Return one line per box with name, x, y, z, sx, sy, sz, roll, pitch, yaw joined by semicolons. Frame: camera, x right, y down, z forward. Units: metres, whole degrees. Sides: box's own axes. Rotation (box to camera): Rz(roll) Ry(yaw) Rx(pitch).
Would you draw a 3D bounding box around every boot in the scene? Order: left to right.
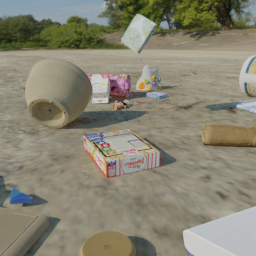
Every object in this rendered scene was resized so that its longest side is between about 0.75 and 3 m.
boot;2.858;0.049;7.425;1.706;0.564;1.494;4;19;13

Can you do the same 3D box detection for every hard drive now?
hard drive;2.408;1.266;3.379;2.869;0.364;1.893;-8;2;-24

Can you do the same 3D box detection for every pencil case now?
pencil case;-1.113;-1.924;12.372;2.566;1.062;1.110;4;45;10

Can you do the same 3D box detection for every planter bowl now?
planter bowl;-2.178;-0.845;8.354;2.006;2.006;1.350;3;47;8

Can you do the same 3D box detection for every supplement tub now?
supplement tub;6.178;-2.063;11.658;1.774;1.774;2.452;-16;25;-38

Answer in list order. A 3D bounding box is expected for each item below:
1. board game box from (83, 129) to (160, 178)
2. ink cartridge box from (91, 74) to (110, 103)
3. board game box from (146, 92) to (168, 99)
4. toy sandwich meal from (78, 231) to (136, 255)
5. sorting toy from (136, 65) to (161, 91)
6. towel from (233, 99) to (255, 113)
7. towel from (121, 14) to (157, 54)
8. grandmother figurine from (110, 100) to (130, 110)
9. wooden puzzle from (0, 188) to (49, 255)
board game box;-0.202;0.492;6.382;1.239;0.379;1.635;-8;21;-22
ink cartridge box;-1.124;-1.601;11.362;0.711;0.412;1.221;-3;59;7
board game box;1.275;-1.454;12.384;0.594;0.144;0.785;-17;25;-40
toy sandwich meal;-0.228;1.586;3.455;0.783;0.268;0.783;-2;16;1
sorting toy;1.134;-2.499;13.787;1.339;1.206;0.715;-14;23;-33
towel;4.958;-0.734;10.202;1.342;0.217;1.827;-10;22;-25
towel;0.304;-2.686;8.006;0.820;0.958;0.231;44;19;31
grandmother figurine;-0.270;-0.889;10.618;0.553;0.276;0.912;43;35;23
wooden puzzle;-1.867;1.480;3.817;1.281;0.222;1.899;12;21;20
